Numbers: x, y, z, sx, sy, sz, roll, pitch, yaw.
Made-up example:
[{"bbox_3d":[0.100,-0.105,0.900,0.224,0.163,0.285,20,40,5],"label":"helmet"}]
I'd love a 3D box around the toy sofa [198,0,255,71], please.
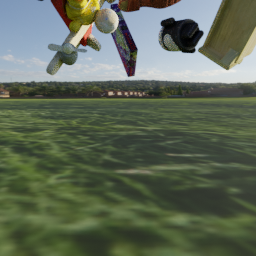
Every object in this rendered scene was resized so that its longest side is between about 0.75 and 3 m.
[{"bbox_3d":[3.183,-3.161,7.693,1.183,2.857,1.394,41,54,22],"label":"toy sofa"}]

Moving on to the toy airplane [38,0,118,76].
[{"bbox_3d":[-1.178,-3.052,7.939,2.057,2.915,2.902,24,30,18],"label":"toy airplane"}]

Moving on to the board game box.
[{"bbox_3d":[-0.213,-3.608,11.543,0.425,2.634,1.581,-17,-26,-7],"label":"board game box"}]

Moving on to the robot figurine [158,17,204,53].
[{"bbox_3d":[1.844,-3.286,10.048,1.098,1.322,1.760,-17,20,-27],"label":"robot figurine"}]

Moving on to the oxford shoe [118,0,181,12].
[{"bbox_3d":[0.711,-4.243,8.778,2.115,0.781,0.749,-6,-21,-2],"label":"oxford shoe"}]
